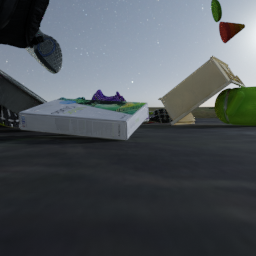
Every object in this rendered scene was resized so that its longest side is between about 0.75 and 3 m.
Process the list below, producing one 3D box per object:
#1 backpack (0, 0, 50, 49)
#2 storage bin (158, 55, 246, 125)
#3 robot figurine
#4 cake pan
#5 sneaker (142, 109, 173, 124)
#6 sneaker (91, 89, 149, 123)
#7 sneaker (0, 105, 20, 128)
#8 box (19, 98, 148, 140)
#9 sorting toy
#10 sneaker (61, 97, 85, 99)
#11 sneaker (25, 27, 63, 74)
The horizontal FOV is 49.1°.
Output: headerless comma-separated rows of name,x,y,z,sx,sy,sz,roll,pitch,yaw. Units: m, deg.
backpack,-1.793,-1.988,4.288,1.200,0.910,1.438,-15,-23,-47
storage bin,2.824,-1.277,10.525,2.494,1.169,2.476,-39,-19,29
robot figurine,4.209,-0.783,10.021,2.381,1.377,2.089,3,12,40
cake pan,-2.752,-0.894,6.420,2.991,0.549,2.991,34,-5,3
sneaker,1.239,-0.521,12.885,1.741,0.671,0.739,0,-2,4
sneaker,-0.318,-0.928,12.083,2.695,1.124,1.086,21,7,5
sneaker,-3.418,-0.342,8.362,0.940,0.858,2.323,-10,-6,17
box,-0.643,-0.205,4.525,1.729,0.314,1.248,6,18,16
sorting toy,2.711,-3.221,7.735,0.622,1.807,0.626,-15,-19,6
sneaker,-1.924,-0.773,12.298,1.149,1.181,2.966,2,2,30
sneaker,-2.833,-2.596,8.922,0.846,2.272,0.989,-32,-11,-27
